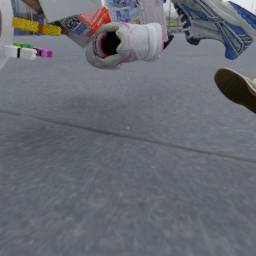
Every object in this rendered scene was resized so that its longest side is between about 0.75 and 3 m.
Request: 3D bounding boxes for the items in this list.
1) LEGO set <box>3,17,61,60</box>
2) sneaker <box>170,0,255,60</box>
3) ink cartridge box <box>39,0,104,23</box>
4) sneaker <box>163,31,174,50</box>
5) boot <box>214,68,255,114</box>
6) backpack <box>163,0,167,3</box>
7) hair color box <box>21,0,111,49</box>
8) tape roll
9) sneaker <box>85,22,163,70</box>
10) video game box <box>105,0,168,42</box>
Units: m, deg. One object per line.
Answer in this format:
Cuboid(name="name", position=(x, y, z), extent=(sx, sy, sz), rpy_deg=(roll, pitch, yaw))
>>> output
Cuboid(name="LEGO set", position=(-2.028, -2.036, 6.412), extent=(0.945, 0.878, 2.303), rpy_deg=(7, 16, -11))
Cuboid(name="sneaker", position=(0.988, -1.622, 4.040), extent=(1.850, 0.788, 0.713), rpy_deg=(35, 29, 5))
Cuboid(name="ink cartridge box", position=(-1.202, -3.148, 6.239), extent=(1.233, 0.709, 2.105), rpy_deg=(-14, 38, 5))
Cuboid(name="sneaker", position=(0.806, -3.393, 10.313), extent=(2.424, 0.920, 1.100), rpy_deg=(-20, 69, -48))
Cuboid(name="boot", position=(2.261, -0.766, 5.252), extent=(1.281, 0.462, 0.991), rpy_deg=(37, 37, 9))
Cuboid(name="backpack", position=(1.264, -5.398, 10.831), extent=(1.047, 1.081, 1.288), rpy_deg=(-1, 40, -1))
Cuboid(name="hair color box", position=(-2.111, -3.922, 8.737), extent=(2.978, 0.952, 1.651), rpy_deg=(35, -16, -23))
Cuboid(name="tape roll", position=(-3.090, -2.267, 5.776), extent=(0.427, 2.335, 2.335), rpy_deg=(5, 22, 4))
Cuboid(name="sneaker", position=(-0.454, -2.172, 7.313), extent=(1.264, 1.166, 2.866), rpy_deg=(-7, 5, -37))
Cuboid(name="video game box", position=(0.303, -3.330, 8.519), extent=(1.611, 1.768, 0.414), rpy_deg=(-11, 46, 7))
